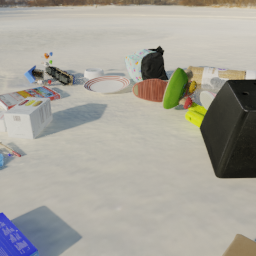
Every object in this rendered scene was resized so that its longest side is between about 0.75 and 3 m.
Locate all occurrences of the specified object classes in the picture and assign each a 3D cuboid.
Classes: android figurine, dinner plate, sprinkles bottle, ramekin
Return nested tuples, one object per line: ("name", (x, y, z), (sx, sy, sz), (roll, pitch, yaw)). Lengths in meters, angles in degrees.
("android figurine", (3.027, -0.349, 9.011), (2.222, 0.501, 2.441), (-9, 26, -17))
("dinner plate", (-0.920, -1.863, 12.229), (2.041, 0.247, 2.041), (-2, 29, 1))
("sprinkles bottle", (3.922, -2.083, 11.969), (2.791, 0.952, 0.952), (9, 28, 18))
("ramekin", (-1.616, -2.552, 13.432), (1.055, 0.491, 1.055), (-1, 27, 0))

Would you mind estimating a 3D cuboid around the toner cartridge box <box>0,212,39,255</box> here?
("toner cartridge box", (-2.051, 1.932, 4.622), (1.258, 0.272, 0.598), (23, 35, 39))

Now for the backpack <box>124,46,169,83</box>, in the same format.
("backpack", (0.772, -2.710, 12.367), (1.406, 1.853, 2.221), (-15, 29, -13))

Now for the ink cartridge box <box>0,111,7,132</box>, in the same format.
("ink cartridge box", (-4.249, -0.212, 8.759), (1.067, 0.442, 0.781), (-1, 26, -3))

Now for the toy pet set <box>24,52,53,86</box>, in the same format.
("toy pet set", (-4.048, -2.612, 12.567), (0.781, 1.470, 1.372), (6, -10, -38))

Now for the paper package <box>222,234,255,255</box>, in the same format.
("paper package", (1.691, 2.256, 3.450), (1.420, 0.735, 1.353), (23, 34, 37))

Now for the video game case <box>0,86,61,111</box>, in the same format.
("video game case", (-3.968, -1.223, 11.092), (2.137, 0.186, 1.528), (-20, 32, -34))

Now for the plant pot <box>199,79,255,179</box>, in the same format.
("plant pot", (2.983, -0.097, 6.679), (1.952, 1.736, 1.957), (-1, 40, 0))

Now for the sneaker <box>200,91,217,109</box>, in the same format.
("sneaker", (2.984, -0.802, 8.984), (0.748, 0.539, 1.431), (-11, 32, -23))

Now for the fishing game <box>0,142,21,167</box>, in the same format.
("fishing game", (-3.792, 0.821, 6.860), (1.425, 0.309, 1.989), (22, 33, 32))

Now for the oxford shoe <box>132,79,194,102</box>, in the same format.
("oxford shoe", (1.337, -1.494, 11.122), (2.508, 0.888, 0.926), (-1, 9, -14))

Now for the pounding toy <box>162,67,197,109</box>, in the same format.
("pounding toy", (1.959, -1.267, 9.720), (0.890, 1.480, 1.917), (23, 23, 18))

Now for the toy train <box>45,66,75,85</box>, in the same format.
("toy train", (-3.272, -2.567, 13.531), (0.670, 0.499, 2.927), (-3, 23, -35))

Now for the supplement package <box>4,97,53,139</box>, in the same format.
("supplement package", (-3.012, -0.348, 8.639), (0.819, 0.789, 1.440), (4, 26, 8))
